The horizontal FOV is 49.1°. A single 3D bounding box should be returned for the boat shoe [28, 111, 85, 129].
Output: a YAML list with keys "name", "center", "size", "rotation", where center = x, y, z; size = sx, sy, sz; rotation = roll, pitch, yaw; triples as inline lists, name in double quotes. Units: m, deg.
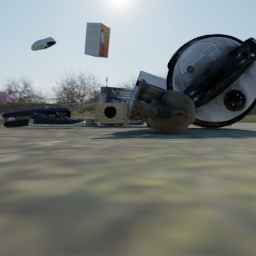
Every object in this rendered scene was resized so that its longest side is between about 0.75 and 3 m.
- name: "boat shoe"
  center: [-1.970, -0.230, 7.928]
  size: [1.610, 0.501, 0.601]
  rotation: [1, -1, -27]

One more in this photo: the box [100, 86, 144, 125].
- name: "box"
  center: [-0.263, -1.074, 14.163]
  size: [2.392, 1.895, 0.578]
  rotation: [-2, 2, -37]

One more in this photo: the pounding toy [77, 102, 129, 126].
- name: "pounding toy"
  center: [-1.073, -0.542, 11.606]
  size: [2.086, 0.954, 1.833]
  rotation: [-1, 2, 6]

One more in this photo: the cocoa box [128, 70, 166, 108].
- name: "cocoa box"
  center: [1.441, -1.218, 12.096]
  size: [2.482, 1.629, 1.655]
  rotation: [20, 3, 5]

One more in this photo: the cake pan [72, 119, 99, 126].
- name: "cake pan"
  center: [-2.088, -0.235, 12.195]
  size: [1.668, 0.306, 1.668]
  rotation: [0, 1, 0]

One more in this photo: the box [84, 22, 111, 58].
- name: "box"
  center: [-0.751, -2.162, 6.950]
  size: [0.407, 0.766, 0.583]
  rotation: [9, 10, 18]

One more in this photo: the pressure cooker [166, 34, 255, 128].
- name: "pressure cooker"
  center: [2.305, -1.227, 7.741]
  size: [2.539, 2.499, 2.842]
  rotation: [8, 3, 8]

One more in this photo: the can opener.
- name: "can opener"
  center: [-2.978, -0.365, 9.227]
  size: [2.218, 0.703, 0.872]
  rotation: [0, 2, -8]

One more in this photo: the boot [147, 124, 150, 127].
- name: "boot"
  center: [1.097, -0.178, 9.321]
  size: [0.878, 0.325, 0.719]
  rotation: [-8, 2, -19]

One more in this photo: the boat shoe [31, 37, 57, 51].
- name: "boat shoe"
  center: [-2.671, -2.641, 8.935]
  size: [0.285, 0.312, 0.868]
  rotation: [38, 48, 19]

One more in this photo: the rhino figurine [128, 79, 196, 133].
- name: "rhino figurine"
  center: [0.589, -0.305, 5.293]
  size: [1.057, 0.722, 2.416]
  rotation: [20, 0, 0]

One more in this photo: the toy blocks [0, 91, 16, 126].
- name: "toy blocks"
  center: [-4.869, -1.136, 10.042]
  size: [1.843, 2.189, 2.046]
  rotation: [-9, 7, -41]
